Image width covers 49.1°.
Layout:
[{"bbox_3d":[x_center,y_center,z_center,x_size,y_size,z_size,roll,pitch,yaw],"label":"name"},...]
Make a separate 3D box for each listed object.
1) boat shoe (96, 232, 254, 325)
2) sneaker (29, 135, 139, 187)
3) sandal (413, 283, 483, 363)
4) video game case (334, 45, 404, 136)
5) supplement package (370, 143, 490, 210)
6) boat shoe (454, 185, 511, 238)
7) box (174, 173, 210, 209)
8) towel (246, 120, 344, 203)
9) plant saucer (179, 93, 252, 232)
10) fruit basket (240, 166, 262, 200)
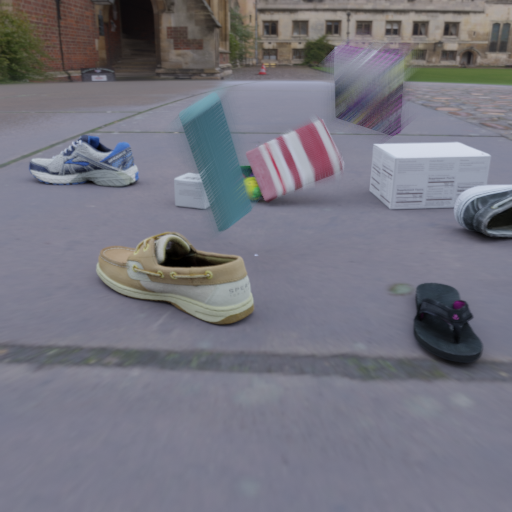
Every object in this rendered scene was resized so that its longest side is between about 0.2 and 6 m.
[{"bbox_3d":[-1.074,0.117,7.111,2.469,0.819,0.914,13,25,30],"label":"boat shoe"},{"bbox_3d":[-3.958,-2.246,12.834,2.599,1.107,1.002,2,21,8],"label":"sneaker"},{"bbox_3d":[2.103,0.620,6.357,0.672,0.428,1.789,3,21,7],"label":"sandal"},{"bbox_3d":[1.620,-2.423,8.161,0.215,1.089,1.201,-26,37,-27],"label":"video game case"},{"bbox_3d":[3.455,-1.661,11.385,1.897,1.052,1.477,-2,21,-6],"label":"supplement package"},{"bbox_3d":[4.883,-0.754,9.386,2.967,1.070,1.052,-12,32,-5],"label":"boat shoe"},{"bbox_3d":[-1.181,-1.291,11.096,0.664,0.571,0.667,8,21,19],"label":"box"},{"bbox_3d":[0.759,-1.908,11.208,1.710,1.232,0.194,-23,-22,5],"label":"towel"},{"bbox_3d":[-0.511,-1.279,7.998,0.185,1.946,0.680,21,50,42],"label":"plant saucer"},{"bbox_3d":[-0.134,-1.512,11.624,1.028,0.742,1.028,-4,4,0],"label":"fruit basket"}]
